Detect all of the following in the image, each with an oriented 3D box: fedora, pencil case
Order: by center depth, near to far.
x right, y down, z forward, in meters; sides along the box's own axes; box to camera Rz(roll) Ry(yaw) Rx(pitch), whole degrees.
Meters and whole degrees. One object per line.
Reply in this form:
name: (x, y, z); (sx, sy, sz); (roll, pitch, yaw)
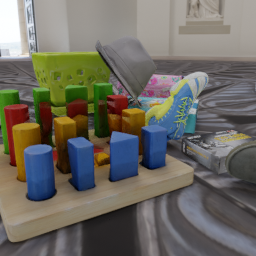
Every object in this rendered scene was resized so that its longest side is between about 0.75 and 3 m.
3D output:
fedora: (0.072, -1.613, 7.165); (0.988, 1.935, 2.187); (-37, 31, 3)
pencil case: (0.863, -1.486, 10.326); (2.467, 1.078, 1.078); (7, 19, 17)

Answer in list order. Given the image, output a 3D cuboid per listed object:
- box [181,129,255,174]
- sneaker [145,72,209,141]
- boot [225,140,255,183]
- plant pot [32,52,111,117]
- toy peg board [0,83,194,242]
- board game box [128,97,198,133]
box: (1.915, 0.402, 5.421); (1.387, 0.335, 1.098); (-8, 19, -23)
sneaker: (1.110, -0.309, 5.890); (0.680, 1.795, 0.943); (6, 51, -43)
boot: (2.306, 0.897, 3.408); (1.931, 0.771, 2.124); (1, 24, 11)
plant pot: (-1.780, -1.446, 8.851); (2.029, 1.851, 2.039); (-10, 20, -27)
toy peg board: (-0.833, 0.102, 4.666); (2.774, 1.357, 2.763); (-10, 20, -30)
board game box: (0.755, -0.436, 7.807); (2.280, 0.535, 1.721); (5, 18, 15)
